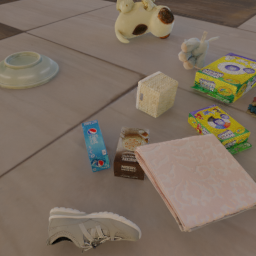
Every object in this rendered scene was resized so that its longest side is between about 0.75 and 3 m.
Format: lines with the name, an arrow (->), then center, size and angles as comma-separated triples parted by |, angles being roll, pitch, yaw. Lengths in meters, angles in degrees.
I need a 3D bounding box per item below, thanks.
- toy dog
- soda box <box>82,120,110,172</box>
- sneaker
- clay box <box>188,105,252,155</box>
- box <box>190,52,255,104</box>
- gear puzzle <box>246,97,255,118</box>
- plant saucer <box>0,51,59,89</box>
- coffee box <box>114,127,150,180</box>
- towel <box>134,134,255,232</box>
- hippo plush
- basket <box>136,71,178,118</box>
toy dog -> 0.885, -5.531, 14.159 | 2.906, 2.028, 2.818 | 7, 57, 7
soda box -> -0.909, 0.456, 7.769 | 0.497, 0.526, 1.550 | -14, 40, -7
sneaker -> -0.707, 2.168, 5.692 | 1.961, 0.733, 0.804 | 2, 55, 11
clay box -> 2.762, 0.029, 8.405 | 1.047, 0.434, 1.823 | -18, 41, -19
box -> 3.842, -1.950, 10.687 | 1.729, 0.713, 2.946 | 31, 50, 33
gear puzzle -> 5.256, -0.462, 9.104 | 2.496, 0.327, 1.292 | 24, 45, 27
plant saucer -> -4.224, -2.542, 11.442 | 2.684, 0.674, 2.684 | 0, 38, 0
coffee box -> 0.126, 0.642, 7.527 | 0.812, 0.566, 1.421 | 5, 39, 5
towel -> 1.670, 1.115, 6.631 | 2.422, 0.390, 2.313 | -8, 45, -26
hippo plush -> 2.705, -3.428, 11.942 | 1.331, 1.671, 1.344 | 13, 26, -18
basket -> 0.970, -1.113, 9.336 | 0.894, 1.101, 1.111 | 33, 48, 29
